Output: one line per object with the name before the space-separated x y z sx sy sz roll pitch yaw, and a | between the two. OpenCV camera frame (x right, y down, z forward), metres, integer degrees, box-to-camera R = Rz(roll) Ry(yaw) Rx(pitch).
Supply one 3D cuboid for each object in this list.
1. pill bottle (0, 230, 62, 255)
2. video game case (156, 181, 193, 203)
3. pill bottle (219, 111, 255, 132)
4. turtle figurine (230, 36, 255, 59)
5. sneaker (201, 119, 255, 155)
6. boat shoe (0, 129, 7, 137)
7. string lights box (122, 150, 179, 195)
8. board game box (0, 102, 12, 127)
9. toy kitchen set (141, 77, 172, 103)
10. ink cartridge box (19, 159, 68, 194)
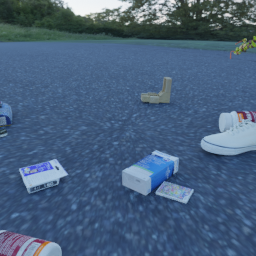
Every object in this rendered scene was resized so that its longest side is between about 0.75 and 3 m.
pill bottle | -1.816 2.044 4.353 1.393 0.763 0.763 7 23 16
video game case | 1.105 1.507 6.623 0.752 0.068 0.538 12 25 27
pill bottle | 3.990 -0.183 9.796 1.418 0.809 0.809 0 22 0
turtle figurine | 3.172 -2.189 7.641 0.833 0.268 0.672 -50 17 -25
sneaker | 3.526 0.189 8.701 2.659 0.941 0.971 -6 23 -14
boat shoe | -4.552 0.205 9.591 0.787 0.251 0.278 -20 30 -41
string lights box | 0.602 1.092 7.149 0.746 0.428 1.453 17 28 37
board game box | -5.833 -0.635 11.075 2.248 0.693 2.246 -9 24 -20
toy kitchen set | 1.308 -1.913 13.567 1.314 1.186 1.072 2 21 -7
ink cartridge box | -2.157 1.200 7.165 1.006 0.218 0.996 -15 26 -27
